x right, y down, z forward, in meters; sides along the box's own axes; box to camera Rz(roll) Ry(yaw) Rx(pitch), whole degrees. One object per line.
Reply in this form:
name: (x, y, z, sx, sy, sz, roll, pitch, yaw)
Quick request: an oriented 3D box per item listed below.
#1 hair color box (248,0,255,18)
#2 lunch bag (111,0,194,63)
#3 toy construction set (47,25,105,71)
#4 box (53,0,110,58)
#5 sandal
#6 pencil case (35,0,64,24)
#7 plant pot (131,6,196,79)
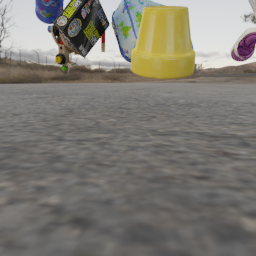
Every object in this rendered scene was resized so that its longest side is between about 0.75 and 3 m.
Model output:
hair color box: (2.840, -3.150, 5.908, 0.572, 0.934, 1.888, -19, -22, 21)
lunch bag: (0.834, -3.031, 9.230, 2.691, 2.163, 1.110, -2, -22, -36)
toy construction set: (-1.879, -2.967, 10.364, 2.080, 1.598, 1.735, 2, 19, 2)
box: (-1.230, -2.924, 7.890, 0.374, 1.354, 1.690, 35, -3, 15)
sandal: (2.041, -1.369, 4.891, 0.424, 0.256, 1.042, 0, -15, 12)
pencil case: (-2.232, -3.894, 8.205, 0.932, 0.837, 2.145, 27, -17, -13)
plant pot: (0.738, -1.821, 5.811, 1.370, 1.289, 1.370, -1, 27, 0)
